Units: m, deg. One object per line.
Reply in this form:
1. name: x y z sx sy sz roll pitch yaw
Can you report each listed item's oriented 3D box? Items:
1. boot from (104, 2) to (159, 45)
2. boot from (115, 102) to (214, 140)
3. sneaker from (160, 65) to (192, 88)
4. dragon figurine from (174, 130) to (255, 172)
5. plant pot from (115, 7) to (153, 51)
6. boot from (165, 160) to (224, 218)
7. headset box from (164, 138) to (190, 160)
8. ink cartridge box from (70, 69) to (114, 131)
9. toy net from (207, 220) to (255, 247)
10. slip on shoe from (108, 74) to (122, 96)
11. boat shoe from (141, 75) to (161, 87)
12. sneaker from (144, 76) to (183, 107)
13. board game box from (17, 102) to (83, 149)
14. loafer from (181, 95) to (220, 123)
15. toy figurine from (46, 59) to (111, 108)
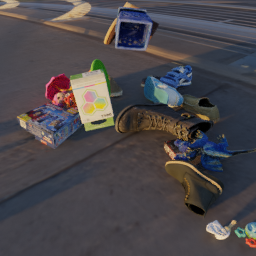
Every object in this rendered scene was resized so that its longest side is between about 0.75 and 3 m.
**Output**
1. boot: 0.137 -4.238 12.453 1.775 2.134 0.772 34 14 -12
2. boot: 1.323 -0.178 10.211 2.960 1.025 2.577 -19 29 -30
3. sneaker: 2.423 -2.608 14.078 0.899 1.000 2.431 28 31 32
4. dragon figurine: 2.773 0.843 8.984 2.787 0.820 1.386 16 34 2
5. plant pot: 0.152 -4.026 11.218 1.341 1.341 1.206 1 53 -11
6. boot: 1.657 1.662 7.984 1.797 0.696 1.243 20 43 30
7. headset box: 1.759 0.787 9.583 0.712 0.369 0.956 -11 32 -17
8. ink cartridge box: -0.847 -0.601 7.018 0.815 1.570 0.466 -13 27 -5
9. toy net: 2.646 2.611 6.838 1.434 0.277 0.752 -1 35 2
10. slip on shoe: -0.959 -2.258 14.087 0.839 0.668 2.206 -13 35 -19
11. boat shoe: 1.251 -2.534 14.721 1.412 0.458 0.508 -24 39 -32
12. sneaker: 1.551 -1.644 13.030 1.026 0.972 2.541 2 30 -27
13. board game box: -2.776 -0.279 10.992 2.123 0.655 2.122 23 38 32
14. loafer: 3.097 -1.004 12.036 0.847 0.752 2.229 -20 37 -28
15. toy figurine: -2.379 -1.470 12.312 2.638 2.152 2.866 -6 55 15
